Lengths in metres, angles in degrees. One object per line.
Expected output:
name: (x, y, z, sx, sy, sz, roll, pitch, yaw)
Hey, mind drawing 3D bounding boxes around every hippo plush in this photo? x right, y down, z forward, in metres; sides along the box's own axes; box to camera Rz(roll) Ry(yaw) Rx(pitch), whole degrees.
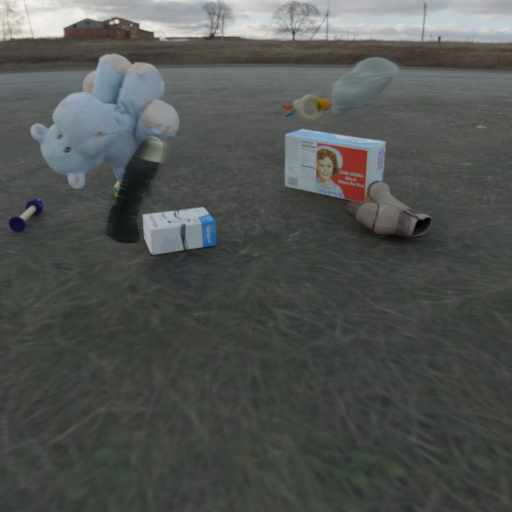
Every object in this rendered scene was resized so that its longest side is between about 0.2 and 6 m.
hippo plush: (-2.959, -2.360, 9.982, 2.600, 2.071, 2.090, -39, -6, 40)

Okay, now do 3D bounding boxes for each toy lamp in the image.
toy lamp: (-5.390, -1.007, 13.258, 0.419, 0.419, 1.439, -1, 25, -2)

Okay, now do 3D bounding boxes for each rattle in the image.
rattle: (1.110, -3.294, 12.552, 0.918, 0.598, 0.656, 1, 31, -16)

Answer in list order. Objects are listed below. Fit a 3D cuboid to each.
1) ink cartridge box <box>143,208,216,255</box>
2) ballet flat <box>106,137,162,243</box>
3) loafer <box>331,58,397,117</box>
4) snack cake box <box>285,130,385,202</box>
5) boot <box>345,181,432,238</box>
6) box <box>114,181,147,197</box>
ink cartridge box: (-1.657, -0.554, 12.011, 1.389, 0.585, 1.014, -9, 26, -18)
ballet flat: (-1.832, -1.009, 8.733, 0.564, 1.985, 0.660, 13, 39, -25)
loafer: (2.314, -3.673, 12.123, 0.772, 0.771, 2.209, 40, 52, 19)
snack cake box: (2.062, -2.453, 15.080, 2.631, 1.513, 0.884, 18, 30, 35)
boot: (3.207, -1.012, 12.946, 1.723, 0.828, 2.356, 22, 33, 28)
box: (-3.405, -1.903, 15.336, 0.805, 0.332, 1.372, -1, 22, -3)
